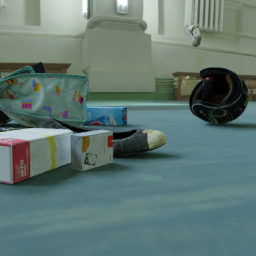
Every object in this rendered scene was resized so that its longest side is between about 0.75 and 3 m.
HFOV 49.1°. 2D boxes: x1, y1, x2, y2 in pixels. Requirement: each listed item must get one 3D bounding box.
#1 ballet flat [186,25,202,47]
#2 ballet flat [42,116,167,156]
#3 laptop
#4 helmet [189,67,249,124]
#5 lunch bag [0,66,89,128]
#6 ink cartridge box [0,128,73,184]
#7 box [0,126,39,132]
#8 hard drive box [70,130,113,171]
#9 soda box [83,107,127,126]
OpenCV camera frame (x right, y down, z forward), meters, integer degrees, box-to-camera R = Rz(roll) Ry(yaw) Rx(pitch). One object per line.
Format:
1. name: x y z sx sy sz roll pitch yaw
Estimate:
1. ballet flat: 2.159 -3.075 9.033 0.410 0.405 1.205 2 45 -8
2. ballet flat: -0.572 0.161 6.005 2.780 0.790 0.924 1 7 7
3. laptop: -4.432 -1.335 11.161 2.490 1.541 2.659 -33 22 -21
4. helmet: 3.685 -1.246 11.573 2.381 2.381 2.270 2 -15 19
5. lunch bag: -2.909 -0.887 9.385 2.972 1.812 2.532 2 -5 -12
6. ink cartridge box: -1.786 0.397 4.775 1.083 0.623 1.493 3 8 25
7. box: -3.201 0.133 8.375 1.143 0.272 1.104 -4 9 -31
8. hard drive box: -0.635 0.378 5.021 0.300 0.609 0.782 6 10 38
9. soda box: -1.141 -0.509 11.650 2.147 0.728 0.689 2 7 18
